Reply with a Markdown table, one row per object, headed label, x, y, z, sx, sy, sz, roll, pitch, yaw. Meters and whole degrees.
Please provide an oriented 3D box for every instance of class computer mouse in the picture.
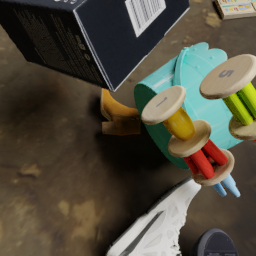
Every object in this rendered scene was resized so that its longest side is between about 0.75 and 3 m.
| label | x | y | z | sx | sy | sz | roll | pitch | yaw |
| --- | --- | --- | --- | --- | --- | --- | --- | --- | --- |
| computer mouse | 1.692 | 3.534 | 5.768 | 1.919 | 0.731 | 2.771 | 18 | 62 | -24 |

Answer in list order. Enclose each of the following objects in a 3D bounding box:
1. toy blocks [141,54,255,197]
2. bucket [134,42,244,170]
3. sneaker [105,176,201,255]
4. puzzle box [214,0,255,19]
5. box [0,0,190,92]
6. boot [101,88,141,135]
| label | x | y | z | sx | sy | sz | roll | pitch | yaw |
| --- | --- | --- | --- | --- | --- | --- | --- | --- | --- |
| toy blocks | 1.793 | 0.259 | 4.941 | 2.573 | 2.144 | 0.934 | 48 | 44 | -23 |
| bucket | 1.550 | -0.451 | 6.980 | 1.851 | 2.845 | 2.845 | -31 | 66 | -12 |
| sneaker | 0.981 | 2.469 | 6.451 | 2.769 | 1.045 | 1.593 | -40 | 77 | -11 |
| puzzle box | 4.246 | -4.648 | 10.623 | 1.663 | 0.211 | 1.107 | -8 | 62 | -5 |
| box | -0.729 | -2.568 | 5.729 | 2.795 | 1.762 | 2.843 | 23 | 64 | 35 |
| boot | -0.201 | -0.531 | 8.247 | 1.186 | 0.583 | 1.656 | -3 | 65 | -8 |
